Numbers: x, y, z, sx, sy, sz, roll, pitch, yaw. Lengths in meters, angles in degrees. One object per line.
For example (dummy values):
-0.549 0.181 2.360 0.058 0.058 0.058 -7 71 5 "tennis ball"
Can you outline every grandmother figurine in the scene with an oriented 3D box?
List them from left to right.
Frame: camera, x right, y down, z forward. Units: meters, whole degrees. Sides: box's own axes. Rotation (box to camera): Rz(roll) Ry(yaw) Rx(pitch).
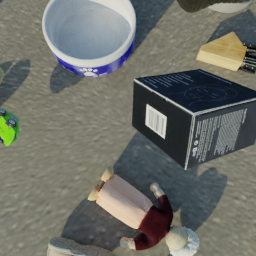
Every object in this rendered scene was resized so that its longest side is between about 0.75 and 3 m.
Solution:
0.418 2.257 7.037 2.905 0.880 1.762 31 87 11 "grandmother figurine"

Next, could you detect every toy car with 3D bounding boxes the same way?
-3.539 -0.450 7.397 2.362 0.560 2.510 43 112 19 "toy car"

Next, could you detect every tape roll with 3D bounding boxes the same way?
3.213 -4.803 9.041 2.072 0.685 2.072 0 75 0 "tape roll"

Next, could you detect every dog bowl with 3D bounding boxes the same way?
-1.093 -2.897 8.327 2.648 1.043 2.648 0 75 -1 "dog bowl"

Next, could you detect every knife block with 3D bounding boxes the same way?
3.111 -2.034 8.350 1.661 0.531 1.458 -25 75 -8 "knife block"

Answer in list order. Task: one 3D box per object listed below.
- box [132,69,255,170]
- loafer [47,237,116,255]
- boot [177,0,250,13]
1.182 -0.291 5.036 1.646 1.038 1.675 -15 33 -26 "box"
-1.100 3.257 6.914 1.879 0.676 0.591 14 96 9 "loafer"
2.224 -3.238 5.378 1.863 2.491 0.937 -42 119 -16 "boot"
